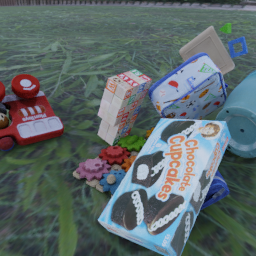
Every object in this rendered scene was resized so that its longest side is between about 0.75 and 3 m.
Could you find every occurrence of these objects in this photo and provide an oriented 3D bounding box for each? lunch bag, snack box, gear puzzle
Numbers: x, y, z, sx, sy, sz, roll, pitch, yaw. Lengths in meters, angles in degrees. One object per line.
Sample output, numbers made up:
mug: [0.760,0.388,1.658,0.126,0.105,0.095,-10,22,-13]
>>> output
lunch bag: [1.547,-0.784,6.799,1.755,2.190,0.828,-37,66,10]
snack box: [0.661,0.799,4.646,1.343,0.429,2.313,5,49,41]
gear puzzle: [0.236,0.537,6.401,1.481,0.374,2.859,21,35,33]
lunch bag: [1.249,1.078,4.900,0.889,0.604,0.588,-37,40,19]

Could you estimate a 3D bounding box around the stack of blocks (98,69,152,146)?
stack of blocks: [-0.187,-0.432,6.660,0.515,1.759,1.013,37,40,19]

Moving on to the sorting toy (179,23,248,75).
sorting toy: [2.697,-2.387,9.618,0.393,1.624,2.884,-23,-5,-44]

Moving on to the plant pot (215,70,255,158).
plant pot: [3.029,-0.267,6.478,1.769,1.882,1.882,-31,41,-34]

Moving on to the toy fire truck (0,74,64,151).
toy fire truck: [-2.879,-0.302,7.079,2.101,1.178,1.765,-16,60,-34]
